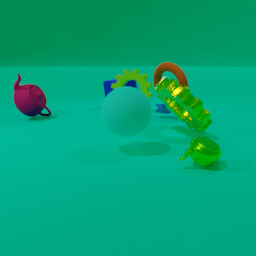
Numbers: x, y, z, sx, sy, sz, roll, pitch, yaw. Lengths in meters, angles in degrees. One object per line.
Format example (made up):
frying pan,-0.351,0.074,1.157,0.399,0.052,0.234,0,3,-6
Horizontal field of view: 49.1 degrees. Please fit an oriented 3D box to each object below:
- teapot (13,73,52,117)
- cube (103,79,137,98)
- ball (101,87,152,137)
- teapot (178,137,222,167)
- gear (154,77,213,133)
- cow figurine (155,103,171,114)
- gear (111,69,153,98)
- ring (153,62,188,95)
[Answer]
teapot,-3.473,-1.095,10.036,0.956,1.952,1.214,-23,37,19
cube,-0.341,-1.633,12.888,1.161,1.161,1.161,-14,18,-25
ball,-0.034,-0.371,6.485,1.168,1.168,1.168,0,14,0
teapot,1.504,0.519,5.691,1.072,0.525,0.667,2,30,-27
gear,1.559,-0.647,8.010,0.346,1.870,1.870,-46,23,-5
cow figurine,1.522,-0.708,10.368,0.876,0.481,0.862,0,7,-23
gear,0.154,-1.533,11.473,1.708,1.708,0.316,5,7,19
ring,1.421,-1.496,9.461,0.291,1.457,1.457,-29,28,-32
